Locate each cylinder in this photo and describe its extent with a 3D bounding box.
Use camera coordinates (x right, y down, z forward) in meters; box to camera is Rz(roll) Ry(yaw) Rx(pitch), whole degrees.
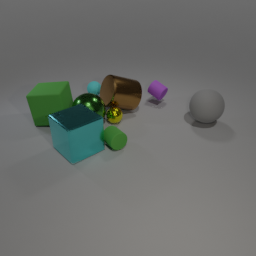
[{"bbox_3d":[1.396,-1.782,13.175,0.700,0.700,0.700,39,45,18],"label":"cylinder"},{"bbox_3d":[-0.328,-1.550,12.400,1.400,1.400,1.400,6,25,-33],"label":"cylinder"},{"bbox_3d":[-0.491,0.359,10.316,0.700,0.700,0.700,-19,34,-28],"label":"cylinder"}]

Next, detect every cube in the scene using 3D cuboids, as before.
[{"bbox_3d":[-1.813,0.168,9.995,1.400,1.400,1.400,-24,39,-34],"label":"cube"},{"bbox_3d":[-3.197,-1.041,11.793,1.400,1.400,1.400,-3,30,7],"label":"cube"}]

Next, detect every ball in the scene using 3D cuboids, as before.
[{"bbox_3d":[-1.613,-0.739,11.496,1.400,1.400,1.400,0,32,0],"label":"ball"},{"bbox_3d":[-1.620,-1.894,13.473,0.700,0.700,0.700,0,32,0],"label":"ball"},{"bbox_3d":[3.215,-0.905,11.432,1.400,1.400,1.400,0,32,0],"label":"ball"},{"bbox_3d":[-0.569,-0.548,11.808,0.700,0.700,0.700,0,32,0],"label":"ball"}]
